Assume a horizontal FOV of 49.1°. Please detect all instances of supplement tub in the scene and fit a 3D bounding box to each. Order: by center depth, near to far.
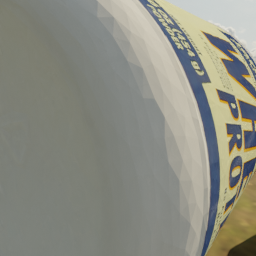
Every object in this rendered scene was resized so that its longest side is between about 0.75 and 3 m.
[{"bbox_3d":[0.039,-0.003,2.524,2.122,2.122,2.927,7,13,32],"label":"supplement tub"}]
